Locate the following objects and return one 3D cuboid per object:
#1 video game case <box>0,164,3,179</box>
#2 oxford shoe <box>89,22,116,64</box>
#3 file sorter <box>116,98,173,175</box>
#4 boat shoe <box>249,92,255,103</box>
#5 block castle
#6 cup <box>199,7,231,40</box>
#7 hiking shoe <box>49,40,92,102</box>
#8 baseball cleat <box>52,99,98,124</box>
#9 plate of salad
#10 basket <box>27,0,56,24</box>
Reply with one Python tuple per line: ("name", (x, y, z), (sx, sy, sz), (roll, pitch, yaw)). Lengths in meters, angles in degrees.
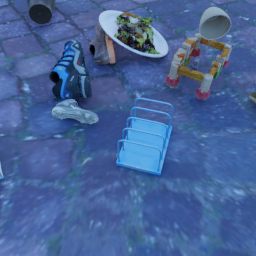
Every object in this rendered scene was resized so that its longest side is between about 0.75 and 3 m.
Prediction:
("video game case", (-4.288, 0.875, 7.145), (1.808, 0.411, 1.639), (-19, 51, -17))
("oxford shoe", (-1.106, -3.327, 10.720), (0.877, 0.858, 2.406), (-12, 49, -4))
("file sorter", (0.491, 0.155, 7.384), (1.173, 1.037, 1.691), (13, 48, 10))
("boat shoe", (4.273, -0.638, 8.479), (0.540, 0.484, 1.458), (-21, 38, -18))
("block castle", (2.372, -2.045, 9.398), (1.544, 1.084, 2.311), (26, 55, 17))
("cup", (2.468, -3.113, 8.106), (0.886, 0.886, 0.634), (-1, 61, -1))
("hiking shoe", (-2.033, -2.045, 9.314), (1.260, 1.081, 2.906), (-11, 44, -9))
("baseball cleat", (-1.524, -0.551, 8.384), (1.463, 0.510, 0.779), (10, 49, 8))
("plate of salad", (0.325, -3.724, 10.620), (2.918, 0.701, 2.918), (18, 42, -18))
("basket", (-3.904, -5.595, 12.480), (1.194, 1.583, 1.756), (-23, 54, 18))
